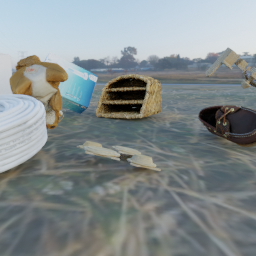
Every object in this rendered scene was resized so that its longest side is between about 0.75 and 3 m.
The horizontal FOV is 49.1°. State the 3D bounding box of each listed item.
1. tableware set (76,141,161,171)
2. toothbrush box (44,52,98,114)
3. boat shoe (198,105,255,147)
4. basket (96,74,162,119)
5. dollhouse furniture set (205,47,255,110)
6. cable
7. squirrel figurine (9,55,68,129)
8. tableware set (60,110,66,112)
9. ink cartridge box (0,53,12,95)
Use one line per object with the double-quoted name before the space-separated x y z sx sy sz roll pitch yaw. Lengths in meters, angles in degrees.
"tableware set" -0.207 0.411 4.518 1.184 0.164 1.418 11 1 -19
"toothbrush box" -2.157 -1.510 9.671 1.859 1.361 0.793 23 -26 -24
"boat shoe" 2.120 -0.111 5.856 0.742 0.743 2.110 31 -4 -10
"basket" -0.003 -1.127 9.659 1.991 1.421 1.483 5 13 35
"dollhouse furniture set" 2.705 -0.752 6.178 1.965 0.870 1.019 32 23 -21
"cable" -2.532 0.086 4.506 2.389 0.827 2.390 -7 21 -9
"squirrel figurine" -2.026 -0.783 6.506 1.147 1.513 1.621 -28 50 -19
"tableware set" -2.822 -0.621 10.873 0.709 0.098 0.849 2 11 12
"ink cartridge box" -4.836 -1.179 8.403 2.054 2.091 2.840 -8 13 -35
